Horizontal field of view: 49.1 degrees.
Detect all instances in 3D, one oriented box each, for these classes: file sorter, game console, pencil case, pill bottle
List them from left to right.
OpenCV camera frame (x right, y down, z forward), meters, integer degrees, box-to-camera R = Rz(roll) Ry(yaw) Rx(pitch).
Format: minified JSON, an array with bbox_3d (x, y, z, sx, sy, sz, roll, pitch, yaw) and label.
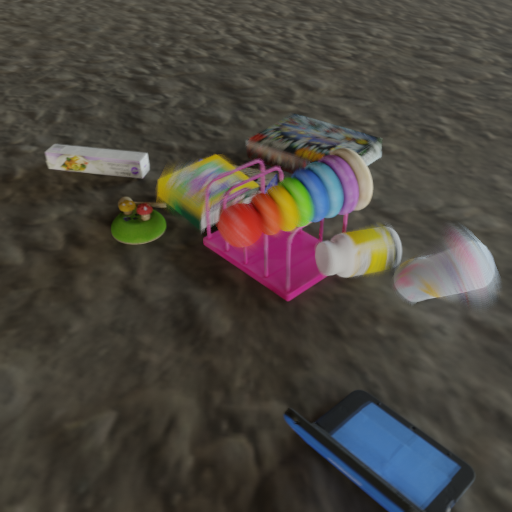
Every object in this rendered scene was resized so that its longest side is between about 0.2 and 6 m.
[{"bbox_3d":[0.304,-0.556,9.331,1.464,1.322,2.107,-30,46,-33],"label":"file sorter"},{"bbox_3d":[1.613,-0.048,8.937,1.258,0.708,0.708,-9,38,-22],"label":"pill bottle"},{"bbox_3d":[1.384,2.075,6.162,1.741,1.486,1.030,31,74,35],"label":"game console"},{"bbox_3d":[2.675,0.247,8.080,0.638,1.535,0.696,39,69,-10],"label":"pencil case"}]

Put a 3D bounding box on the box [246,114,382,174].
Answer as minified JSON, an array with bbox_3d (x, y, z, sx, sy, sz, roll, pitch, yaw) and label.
[{"bbox_3d":[1.210,-2.313,12.025,2.424,0.483,1.659,26,49,36],"label":"box"}]

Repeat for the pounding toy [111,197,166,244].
[{"bbox_3d":[-2.170,-0.820,10.278,0.998,0.600,1.293,-2,37,-3],"label":"pounding toy"}]

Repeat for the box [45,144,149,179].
[{"bbox_3d":[-3.414,-2.037,12.032,2.188,0.423,0.453,7,38,9],"label":"box"}]

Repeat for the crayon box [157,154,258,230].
[{"bbox_3d":[-0.882,-1.202,10.272,1.412,0.412,1.218,-31,56,-34],"label":"crayon box"}]

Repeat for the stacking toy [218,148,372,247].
[{"bbox_3d":[0.498,-0.752,7.871,2.234,0.954,0.954,-23,43,-21],"label":"stacking toy"}]

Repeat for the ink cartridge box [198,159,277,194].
[{"bbox_3d":[-0.518,-1.498,11.356,1.731,0.383,0.814,13,38,17],"label":"ink cartridge box"}]
